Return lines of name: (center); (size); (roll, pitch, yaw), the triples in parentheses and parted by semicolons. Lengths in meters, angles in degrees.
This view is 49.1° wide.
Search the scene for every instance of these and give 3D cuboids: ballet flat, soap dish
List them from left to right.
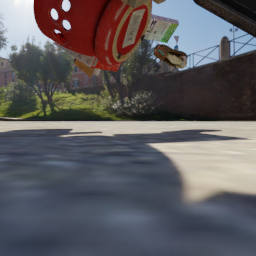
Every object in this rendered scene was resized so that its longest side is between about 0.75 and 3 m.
soap dish: (-1.192, -3.172, 9.909); (0.952, 2.345, 1.845); (15, 23, -16)
ballet flat: (1.610, -2.336, 9.474); (1.868, 0.633, 0.676); (8, 35, -50)

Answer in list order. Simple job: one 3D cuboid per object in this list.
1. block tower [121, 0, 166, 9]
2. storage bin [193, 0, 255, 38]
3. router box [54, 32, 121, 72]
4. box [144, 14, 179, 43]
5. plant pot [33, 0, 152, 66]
block tower: (-0.574, -3.177, 4.801); (2.939, 0.794, 0.850); (39, 54, 14)
storage bin: (2.769, -3.129, 6.093); (2.446, 1.654, 1.147); (32, 16, 4)
router box: (-1.063, -2.033, 7.570); (1.398, 0.341, 1.255); (35, 21, 21)
box: (0.935, -3.418, 9.616); (1.345, 0.244, 0.971); (7, -25, -16)
plant pot: (-0.662, -2.506, 6.070); (1.889, 2.075, 2.075); (35, 12, 16)
